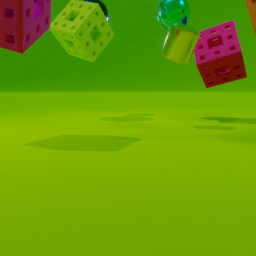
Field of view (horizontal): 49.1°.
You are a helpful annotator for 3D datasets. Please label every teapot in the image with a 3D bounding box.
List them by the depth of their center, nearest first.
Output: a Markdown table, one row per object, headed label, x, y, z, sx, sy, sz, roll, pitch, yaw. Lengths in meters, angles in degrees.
| label | x | y | z | sx | sy | sz | roll | pitch | yaw |
| --- | --- | --- | --- | --- | --- | --- | --- | --- | --- |
| teapot | 1.420 | -3.890 | 9.355 | 0.981 | 2.004 | 1.246 | -23 | -6 | -4 |

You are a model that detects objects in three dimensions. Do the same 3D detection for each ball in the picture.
| label | x | y | z | sx | sy | sz | roll | pitch | yaw |
| --- | --- | --- | --- | --- | --- | --- | --- | --- | --- |
| ball | -1.338 | -4.340 | 10.720 | 1.177 | 1.177 | 1.177 | 0 | 8 | 0 |

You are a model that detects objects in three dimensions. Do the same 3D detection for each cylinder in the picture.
| label | x | y | z | sx | sy | sz | roll | pitch | yaw |
| --- | --- | --- | --- | --- | --- | --- | --- | --- | --- |
| cylinder | 1.385 | -2.220 | 7.364 | 0.799 | 0.799 | 0.799 | 14 | 32 | -9 |

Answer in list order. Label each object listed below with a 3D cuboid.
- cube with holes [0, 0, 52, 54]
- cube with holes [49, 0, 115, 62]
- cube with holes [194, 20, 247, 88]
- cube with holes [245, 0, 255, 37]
| label | x | y | z | sx | sy | sz | roll | pitch | yaw |
| --- | --- | --- | --- | --- | --- | --- | --- | --- | --- |
| cube with holes | -2.262 | -2.408 | 5.057 | 1.345 | 1.345 | 1.345 | 16 | 40 | -2 |
| cube with holes | -1.537 | -3.277 | 9.464 | 1.308 | 1.308 | 1.308 | 25 | -17 | 34 |
| cube with holes | 2.982 | -2.362 | 9.151 | 1.333 | 1.333 | 1.333 | -14 | -32 | 24 |
| cube with holes | 3.427 | -2.452 | 5.849 | 1.200 | 1.200 | 1.200 | -10 | -6 | -38 |
